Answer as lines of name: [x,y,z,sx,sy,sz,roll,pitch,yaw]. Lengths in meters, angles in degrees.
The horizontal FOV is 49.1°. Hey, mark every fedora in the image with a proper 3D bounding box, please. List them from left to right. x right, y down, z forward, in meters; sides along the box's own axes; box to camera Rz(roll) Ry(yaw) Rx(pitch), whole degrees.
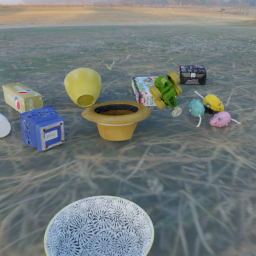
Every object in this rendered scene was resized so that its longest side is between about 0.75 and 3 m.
fedora: [-0.327,-0.181,8.228,2.122,0.866,2.122,-4,19,1]

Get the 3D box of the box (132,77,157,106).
box: [0.999,-1.584,11.736,1.459,0.460,2.651,-2,25,-5]

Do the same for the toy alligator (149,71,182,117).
toy alligator: [1.108,-0.961,8.146,0.809,2.442,0.587,-38,64,0]

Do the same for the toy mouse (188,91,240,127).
toy mouse: [2.652,-0.546,9.067,1.944,0.376,1.727,36,45,21]

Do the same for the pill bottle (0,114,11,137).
pill bottle: [-4.021,-0.160,8.429,0.656,0.656,1.133,-22,33,-39]

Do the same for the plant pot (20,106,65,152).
plant pot: [-2.283,0.049,7.682,0.961,0.961,0.864,-23,39,-40]

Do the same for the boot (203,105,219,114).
boot: [3.003,-0.710,10.165,0.680,0.271,0.781,-16,33,-42]

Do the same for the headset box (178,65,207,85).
headset box: [3.145,-2.678,13.875,1.262,0.655,1.696,3,24,6]

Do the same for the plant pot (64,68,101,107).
plant pot: [-1.627,-1.379,10.502,1.414,1.414,1.004,-6,54,-13]

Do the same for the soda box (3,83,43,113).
soda box: [-3.902,-1.084,10.351,0.676,0.715,2.111,-20,32,-37]

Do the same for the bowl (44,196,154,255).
bowl: [-0.401,1.775,4.153,1.549,0.727,1.549,0,26,0]
